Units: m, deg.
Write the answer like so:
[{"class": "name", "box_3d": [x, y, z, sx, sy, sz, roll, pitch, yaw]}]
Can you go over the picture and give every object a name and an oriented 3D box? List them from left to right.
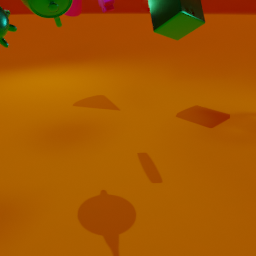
[{"class": "cow figurine", "box_3d": [-2.019, -1.263, 3.243, 1.195, 0.666, 1.214, 31, -30, -35]}, {"class": "teapot", "box_3d": [-1.238, -2.118, 4.278, 0.913, 1.469, 0.719, -19, 69, -7]}, {"class": "cone", "box_3d": [-1.816, -4.690, 9.053, 1.445, 1.450, 1.445, 23, 47, -28]}, {"class": "gear", "box_3d": [-0.545, -2.897, 5.634, 0.196, 1.061, 1.061, -20, 27, -6]}, {"class": "cube", "box_3d": [1.421, -3.426, 8.234, 1.104, 1.104, 1.104, 2, -16, -39]}]
